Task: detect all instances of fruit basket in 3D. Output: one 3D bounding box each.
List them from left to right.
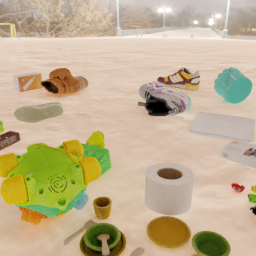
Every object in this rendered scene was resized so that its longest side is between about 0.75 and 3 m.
[{"bbox_3d":[-0.978,0.677,7.807,1.205,0.869,1.205,-3,37,2],"label":"fruit basket"}]

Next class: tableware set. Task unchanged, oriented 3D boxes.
[{"bbox_3d":[0.334,2.023,5.224,2.794,0.429,1.882,15,26,33],"label":"tableware set"}]

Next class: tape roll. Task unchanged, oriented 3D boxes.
[{"bbox_3d":[0.917,1.346,6.314,1.094,0.751,1.094,0,18,0],"label":"tape roll"}]

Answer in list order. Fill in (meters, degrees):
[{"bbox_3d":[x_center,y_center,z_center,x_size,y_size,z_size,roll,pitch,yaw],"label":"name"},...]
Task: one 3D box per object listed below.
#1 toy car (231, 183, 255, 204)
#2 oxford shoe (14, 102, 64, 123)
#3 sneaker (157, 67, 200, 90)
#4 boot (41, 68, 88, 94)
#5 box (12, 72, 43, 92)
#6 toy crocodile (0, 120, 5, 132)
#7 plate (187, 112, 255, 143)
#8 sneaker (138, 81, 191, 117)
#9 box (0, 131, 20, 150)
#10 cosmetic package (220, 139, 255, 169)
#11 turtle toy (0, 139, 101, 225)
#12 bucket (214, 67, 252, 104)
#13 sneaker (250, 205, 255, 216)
[{"bbox_3d":[2.885,1.576,6.627,0.763,0.170,0.718,2,23,6],"label":"toy car"},{"bbox_3d":[-3.482,-0.641,11.093,1.961,0.737,0.566,-9,24,-2],"label":"oxford shoe"},{"bbox_3d":[2.909,-2.956,16.156,2.610,1.176,0.978,13,26,28],"label":"sneaker"},{"bbox_3d":[-3.908,-2.564,15.314,2.889,1.065,2.235,16,26,31],"label":"boot"},{"bbox_3d":[-5.587,-2.575,15.645,1.397,0.869,0.681,-21,31,-41],"label":"box"},{"bbox_3d":[-4.908,-0.121,10.491,1.125,0.347,0.380,18,64,46],"label":"toy crocodile"},{"bbox_3d":[3.428,-0.007,10.178,2.158,0.350,2.163,11,25,22],"label":"plate"},{"bbox_3d":[1.035,-1.232,12.089,2.040,1.134,2.916,-18,28,-39],"label":"sneaker"},{"bbox_3d":[-4.053,0.400,9.252,0.439,0.329,0.878,10,23,24],"label":"box"},{"bbox_3d":[3.585,0.774,8.344,1.303,0.337,0.982,17,26,36],"label":"cosmetic package"},{"bbox_3d":[-1.814,1.113,6.205,1.928,1.337,2.645,-12,25,-27],"label":"turtle toy"},{"bbox_3d":[5.034,-1.994,13.412,1.604,1.604,1.043,-6,35,-15],"label":"bucket"},{"bbox_3d":[2.981,1.859,5.748,0.685,0.381,0.980,-14,17,-27],"label":"sneaker"}]
